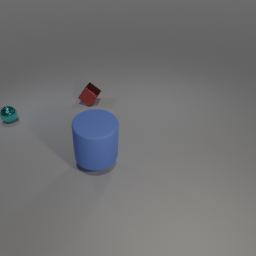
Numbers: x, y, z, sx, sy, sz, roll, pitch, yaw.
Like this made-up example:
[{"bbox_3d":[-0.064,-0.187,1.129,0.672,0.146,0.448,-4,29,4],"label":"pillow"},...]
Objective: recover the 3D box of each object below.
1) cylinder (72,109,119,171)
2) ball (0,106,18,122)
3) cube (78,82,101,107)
[{"bbox_3d":[-1.004,0.362,8.748,1.400,1.400,1.400,2,41,-2],"label":"cylinder"},{"bbox_3d":[-5.033,-0.582,11.809,0.700,0.700,0.700,0,32,0],"label":"ball"},{"bbox_3d":[-1.797,-1.581,13.180,0.700,0.700,0.700,36,32,-10],"label":"cube"}]
